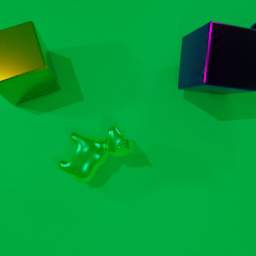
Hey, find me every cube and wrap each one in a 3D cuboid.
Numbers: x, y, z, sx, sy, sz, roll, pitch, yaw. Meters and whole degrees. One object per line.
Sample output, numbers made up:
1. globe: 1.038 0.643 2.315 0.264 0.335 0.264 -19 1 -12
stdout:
1. cube: 2.170 -1.595 6.790 1.381 1.381 1.381 4 92 -16
2. cube: -2.703 -1.594 7.139 1.365 1.365 1.365 -19 75 -5

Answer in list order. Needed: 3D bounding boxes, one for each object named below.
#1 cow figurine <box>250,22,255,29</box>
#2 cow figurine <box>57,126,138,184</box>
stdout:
1. cow figurine: 4.026 -2.955 7.848 1.392 0.764 1.370 -13 64 14
2. cow figurine: -0.701 0.656 6.640 1.602 0.893 1.628 22 84 22
